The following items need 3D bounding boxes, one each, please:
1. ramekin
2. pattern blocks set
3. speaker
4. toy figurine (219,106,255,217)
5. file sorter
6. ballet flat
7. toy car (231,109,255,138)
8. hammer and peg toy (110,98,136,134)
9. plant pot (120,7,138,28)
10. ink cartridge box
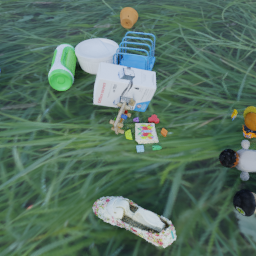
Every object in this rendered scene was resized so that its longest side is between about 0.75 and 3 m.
[{"bbox_3d":[-1.354,-3.212,12.653,1.955,0.910,1.955,0,43,0],"label":"ramekin"},{"bbox_3d":[0.627,0.157,9.640,1.451,0.134,1.651,-10,45,-11],"label":"pattern blocks set"},{"bbox_3d":[-2.746,-2.640,11.945,1.074,1.074,2.428,-2,43,-2],"label":"speaker"},{"bbox_3d":[3.566,0.882,7.215,1.670,2.400,2.363,6,43,-14],"label":"toy figurine"},{"bbox_3d":[0.297,-3.108,12.246,1.507,1.332,2.171,9,44,11],"label":"file sorter"},{"bbox_3d":[0.144,2.175,7.058,2.306,0.737,0.872,18,46,18],"label":"ballet flat"},{"bbox_3d":[4.040,-0.096,9.676,0.598,0.405,1.218,2,43,-11],"label":"toy car"},{"bbox_3d":[-0.176,-0.502,9.293,0.454,0.946,1.287,20,74,8],"label":"hammer and peg toy"},{"bbox_3d":[0.001,-6.138,15.789,1.028,1.028,0.719,9,60,9],"label":"plant pot"},{"bbox_3d":[-0.152,-1.415,9.955,1.971,1.443,0.846,7,57,-12],"label":"ink cartridge box"}]
